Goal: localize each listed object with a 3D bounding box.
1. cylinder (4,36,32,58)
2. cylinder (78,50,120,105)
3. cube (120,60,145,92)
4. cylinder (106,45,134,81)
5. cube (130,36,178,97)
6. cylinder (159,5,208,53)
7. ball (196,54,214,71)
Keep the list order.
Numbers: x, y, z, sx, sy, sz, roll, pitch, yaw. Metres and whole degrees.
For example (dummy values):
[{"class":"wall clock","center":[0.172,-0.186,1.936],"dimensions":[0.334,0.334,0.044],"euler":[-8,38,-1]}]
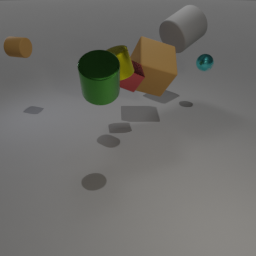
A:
[{"class":"cylinder","center":[-3.918,-2.882,9.996],"dimensions":[0.700,0.700,0.700],"euler":[9,30,17]},{"class":"cylinder","center":[-0.491,-0.871,4.897],"dimensions":[0.700,0.700,0.700],"euler":[1,58,-1]},{"class":"cube","center":[0.025,-1.707,8.999],"dimensions":[0.700,0.700,0.700],"euler":[17,41,-27]},{"class":"cylinder","center":[-0.261,-1.710,7.379],"dimensions":[0.700,0.700,0.700],"euler":[-14,34,10]},{"class":"cube","center":[0.856,-2.239,10.374],"dimensions":[1.400,1.400,1.400],"euler":[12,57,-17]},{"class":"cylinder","center":[2.218,-3.977,11.283],"dimensions":[1.400,1.400,1.400],"euler":[-40,44,-21]},{"class":"ball","center":[3.127,-2.660,11.398],"dimensions":[0.700,0.700,0.700],"euler":[0,28,0]}]
